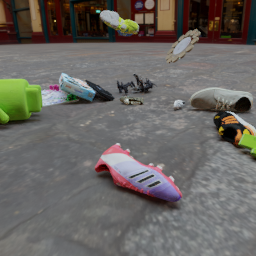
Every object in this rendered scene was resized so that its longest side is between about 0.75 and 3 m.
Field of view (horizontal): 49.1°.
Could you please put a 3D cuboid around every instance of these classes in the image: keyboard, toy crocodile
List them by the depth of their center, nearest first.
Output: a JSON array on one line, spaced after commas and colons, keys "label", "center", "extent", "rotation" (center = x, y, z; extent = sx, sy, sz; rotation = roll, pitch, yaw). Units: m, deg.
[{"label": "toy crocodile", "center": [4.075, 0.606, 7.634], "extent": [2.055, 0.694, 0.634], "rotation": [15, -16, 39]}, {"label": "keyboard", "center": [-1.347, -1.842, 14.037], "extent": [1.214, 0.259, 2.023], "rotation": [20, 15, -37]}]

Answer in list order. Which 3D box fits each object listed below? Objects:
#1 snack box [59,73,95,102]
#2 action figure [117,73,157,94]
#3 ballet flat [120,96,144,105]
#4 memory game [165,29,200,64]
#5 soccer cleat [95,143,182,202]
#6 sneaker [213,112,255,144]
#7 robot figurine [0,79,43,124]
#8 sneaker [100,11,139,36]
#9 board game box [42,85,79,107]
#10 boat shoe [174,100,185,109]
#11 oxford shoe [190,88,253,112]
[{"label": "snack box", "center": [-2.568, -2.059, 13.816], "extent": [1.517, 0.484, 2.611], "rotation": [20, 12, -21]}, {"label": "action figure", "center": [0.538, -2.386, 14.817], "extent": [2.069, 1.056, 1.230], "rotation": [-11, 13, -21]}, {"label": "ballet flat", "center": [0.168, -1.215, 12.764], "extent": [1.131, 0.384, 0.426], "rotation": [3, 40, 3]}, {"label": "memory game", "center": [2.336, -3.498, 12.024], "extent": [0.119, 1.861, 1.861], "rotation": [39, 7, -24]}, {"label": "soccer cleat", "center": [0.180, 1.140, 6.372], "extent": [0.887, 0.774, 2.319], "rotation": [-46, 47, -17]}, {"label": "sneaker", "center": [3.256, -0.037, 9.189], "extent": [0.897, 0.698, 1.995], "rotation": [-4, 23, -18]}, {"label": "robot figurine", "center": [-4.693, -1.063, 10.672], "extent": [2.689, 1.555, 2.359], "rotation": [-4, 22, -9]}, {"label": "sneaker", "center": [-0.276, -2.697, 7.435], "extent": [1.074, 0.407, 0.564], "rotation": [20, -13, -16]}, {"label": "board game box", "center": [-4.203, -1.574, 13.618], "extent": [2.717, 0.351, 2.717], "rotation": [-14, 25, -32]}, {"label": "boat shoe", "center": [2.264, -1.009, 12.265], "extent": [0.342, 0.359, 0.999], "rotation": [9, 13, 24]}, {"label": "oxford shoe", "center": [3.958, -1.108, 11.729], "extent": [2.665, 1.002, 0.769], "rotation": [2, 38, 2]}]
